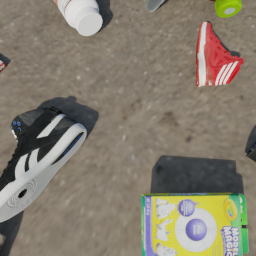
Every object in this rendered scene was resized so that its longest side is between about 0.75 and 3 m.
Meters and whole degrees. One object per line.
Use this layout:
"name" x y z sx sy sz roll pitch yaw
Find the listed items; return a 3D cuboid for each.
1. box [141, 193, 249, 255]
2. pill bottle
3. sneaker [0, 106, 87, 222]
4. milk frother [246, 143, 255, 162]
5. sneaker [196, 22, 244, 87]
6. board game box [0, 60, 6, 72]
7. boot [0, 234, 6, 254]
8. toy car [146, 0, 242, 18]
"box" 1.496 2.111 6.005 2.379 0.575 1.396 0 83 -7
"pill bottle" -1.627 -3.949 8.972 1.127 1.127 2.010 -26 67 -12
"sneaker" -2.580 0.692 6.878 1.678 1.096 2.999 33 61 18
"milk frother" 3.740 0.540 6.816 1.103 1.172 1.058 37 66 16
"sneaker" 2.659 -2.142 8.202 1.267 0.860 2.194 4 71 10
"board game box" -5.180 -2.129 8.584 2.625 0.255 1.351 33 68 15
"boot" -3.225 3.099 5.758 2.665 0.936 1.948 27 63 9
"toy car" 1.958 -4.890 9.212 2.964 2.339 2.435 -10 76 22
